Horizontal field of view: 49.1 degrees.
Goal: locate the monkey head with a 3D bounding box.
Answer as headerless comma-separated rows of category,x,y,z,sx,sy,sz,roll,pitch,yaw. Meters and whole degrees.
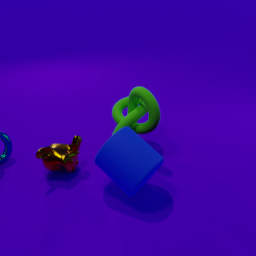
monkey head,-1.507,0.546,6.389,0.801,0.956,1.330,18,-4,10

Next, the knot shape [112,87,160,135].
knot shape,0.086,-0.173,7.045,0.803,1.626,1.738,26,-1,-20

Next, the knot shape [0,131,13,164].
knot shape,-3.295,0.530,6.588,1.158,0.572,1.237,-21,73,-41

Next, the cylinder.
cylinder,0.029,0.677,5.702,1.029,1.029,1.029,42,42,14
